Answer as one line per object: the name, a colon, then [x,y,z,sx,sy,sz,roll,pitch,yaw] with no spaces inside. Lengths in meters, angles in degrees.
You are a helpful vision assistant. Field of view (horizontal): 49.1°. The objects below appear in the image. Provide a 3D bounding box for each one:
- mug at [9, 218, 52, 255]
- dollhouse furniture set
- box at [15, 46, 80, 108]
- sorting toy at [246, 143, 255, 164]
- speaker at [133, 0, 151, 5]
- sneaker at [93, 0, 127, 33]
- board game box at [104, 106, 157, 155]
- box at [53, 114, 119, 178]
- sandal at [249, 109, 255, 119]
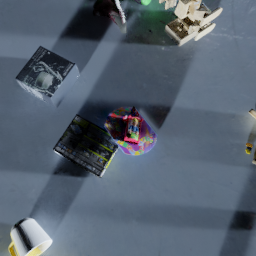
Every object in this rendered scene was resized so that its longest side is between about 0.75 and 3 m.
mug: [-3.554,3.871,9.665,1.446,1.158,1.187,-35,67,-17]
dollhouse furniture set: [2.697,-4.932,11.672,1.722,2.646,2.431,-35,75,-11]
box: [-3.273,-2.101,11.582,1.763,1.112,1.794,28,74,7]
sorting toy: [5.220,1.031,11.050,1.179,0.158,0.878,19,73,6]
speaker: [-0.174,-6.831,13.045,2.850,1.261,1.261,30,74,9]
sneaker: [-0.881,-5.080,12.715,1.319,0.864,2.283,-16,66,-3]
board game box: [0.164,-0.003,10.960,1.724,0.425,2.182,-29,73,-29]
box: [-1.558,0.700,10.990,2.155,0.477,1.726,29,74,8]
sandal: [5.510,0.233,11.155,0.725,0.808,2.203,-48,68,18]
